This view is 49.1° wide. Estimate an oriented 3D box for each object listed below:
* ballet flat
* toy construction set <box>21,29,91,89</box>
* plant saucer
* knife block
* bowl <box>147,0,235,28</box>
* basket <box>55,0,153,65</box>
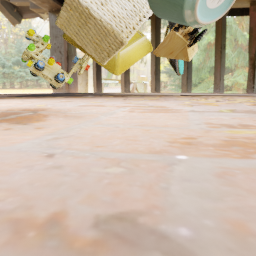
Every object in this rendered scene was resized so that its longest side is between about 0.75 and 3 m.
[{"bbox_3d":[1.746,-3.165,10.726,0.853,2.334,0.853,1,5,0],"label":"ballet flat"},{"bbox_3d":[-2.301,-2.092,8.668,2.192,1.437,1.010,23,-35,-11],"label":"toy construction set"},{"bbox_3d":[-0.612,-3.441,10.578,2.663,0.645,2.663,37,49,10],"label":"plant saucer"},{"bbox_3d":[1.522,-2.919,8.623,1.882,1.652,0.602,20,61,35],"label":"knife block"},{"bbox_3d":[1.403,-2.725,5.350,1.921,1.921,1.005,-7,50,-40],"label":"bowl"},{"bbox_3d":[-0.688,-3.241,7.909,2.074,1.668,2.055,40,-21,-15],"label":"basket"}]
